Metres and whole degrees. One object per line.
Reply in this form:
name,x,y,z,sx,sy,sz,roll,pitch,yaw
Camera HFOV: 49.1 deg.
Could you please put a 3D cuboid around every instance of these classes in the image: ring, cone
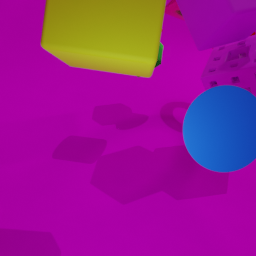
ring,2.742,-2.378,7.455,0.359,1.793,1.793,-22,39,-7
cone,0.961,-0.019,3.266,0.887,0.887,0.891,-3,4,-4
cone,1.252,-3.089,7.175,1.017,1.013,1.013,6,31,43

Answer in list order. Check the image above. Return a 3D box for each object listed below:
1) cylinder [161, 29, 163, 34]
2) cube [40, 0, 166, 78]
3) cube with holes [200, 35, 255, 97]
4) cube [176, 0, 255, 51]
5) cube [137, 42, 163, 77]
cylinder,0.091,-2.029,5.999,0.953,0.953,0.953,41,41,-4
cube,-0.180,-1.228,3.053,1.094,1.094,1.094,9,4,2
cube with holes,2.400,-0.988,5.683,1.226,1.226,1.226,-6,39,38
cube,1.773,-2.275,4.998,1.169,1.169,1.169,-18,81,-18
cube,0.374,-2.098,7.751,0.840,0.840,0.840,-25,40,38
